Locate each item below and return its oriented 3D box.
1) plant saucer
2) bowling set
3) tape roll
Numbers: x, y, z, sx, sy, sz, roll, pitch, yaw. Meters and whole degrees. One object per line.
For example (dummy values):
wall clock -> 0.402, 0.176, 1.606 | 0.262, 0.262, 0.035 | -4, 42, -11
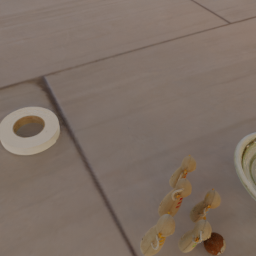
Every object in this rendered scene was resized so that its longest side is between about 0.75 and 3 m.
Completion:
plant saucer -> 3.070, 1.028, 5.488 | 2.186, 0.549, 2.186 | 6, 46, -6
bowling set -> 1.218, 1.480, 4.861 | 1.403, 1.082, 2.015 | 26, 45, 6
tape roll -> -2.397, 0.039, 6.864 | 1.446, 0.264, 1.446 | 2, 46, -2
